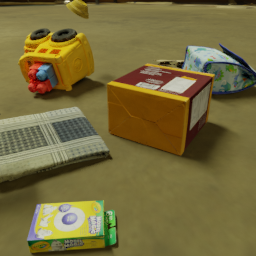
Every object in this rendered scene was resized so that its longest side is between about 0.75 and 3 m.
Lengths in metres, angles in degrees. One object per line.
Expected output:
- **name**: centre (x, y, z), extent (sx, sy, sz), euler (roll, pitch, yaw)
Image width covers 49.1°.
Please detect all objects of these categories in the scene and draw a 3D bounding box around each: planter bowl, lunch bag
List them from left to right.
- **planter bowl**: centre (-1.961, -4.934, 11.425), extent (1.019, 0.425, 1.019), euler (27, 30, -17)
- **lunch bag**: centre (3.618, -2.308, 10.921), extent (2.439, 1.554, 2.074), euler (2, 32, -13)

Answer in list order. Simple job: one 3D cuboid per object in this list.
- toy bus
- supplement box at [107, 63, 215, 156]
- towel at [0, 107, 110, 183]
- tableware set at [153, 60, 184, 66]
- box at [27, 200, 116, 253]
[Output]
- **toy bus**: centre (-3.216, -2.447, 11.046), extent (2.911, 1.975, 2.794), euler (11, 47, 24)
- **supplement box**: centre (0.944, -0.683, 7.882), extent (2.217, 1.492, 2.248), euler (17, 33, 27)
- **towel**: centre (-2.186, 0.331, 7.289), extent (2.751, 0.475, 2.649), euler (-12, 34, -24)
- **tableware set**: centre (2.201, -3.074, 13.485), extent (1.752, 0.351, 1.158), euler (-3, 17, -18)
- **box**: centre (-0.918, 1.667, 4.830), extent (1.409, 0.341, 0.827), euler (-1, 29, -5)
